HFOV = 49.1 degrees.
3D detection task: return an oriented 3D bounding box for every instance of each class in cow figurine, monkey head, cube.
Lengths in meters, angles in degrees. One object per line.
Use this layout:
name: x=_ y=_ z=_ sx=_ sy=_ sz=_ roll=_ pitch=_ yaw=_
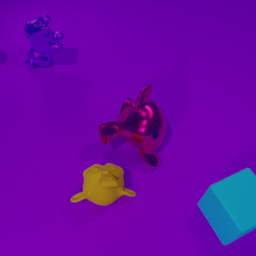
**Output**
cow figurine: x=-2.496 y=-2.351 z=7.812 sx=1.444 sy=1.467 sz=0.805 roll=-10 pitch=61 yaw=17
monkey head: x=-0.451 y=1.191 z=5.539 sx=1.344 sy=0.810 sz=0.967 roll=-2 pitch=12 yaw=-14
monkey head: x=0.147 y=0.007 z=6.066 sx=1.363 sy=1.894 sz=1.141 roll=-24 pitch=26 yaw=-35
cube: x=2.052 y=1.490 z=5.302 sx=0.925 sy=0.925 sz=0.925 roll=-20 pitch=58 yaw=-17
